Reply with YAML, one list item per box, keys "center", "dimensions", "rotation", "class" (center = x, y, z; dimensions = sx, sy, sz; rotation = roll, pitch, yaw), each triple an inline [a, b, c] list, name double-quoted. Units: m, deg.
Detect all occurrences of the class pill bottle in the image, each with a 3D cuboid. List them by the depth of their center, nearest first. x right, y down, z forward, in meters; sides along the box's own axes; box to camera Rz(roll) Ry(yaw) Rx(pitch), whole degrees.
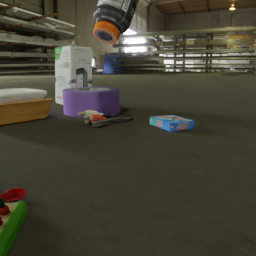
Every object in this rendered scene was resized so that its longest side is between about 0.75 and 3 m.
- center: [-0.314, -3.304, 7.633]
  dimensions: [1.037, 1.952, 1.037]
  rotation: [17, -13, 4]
  class: "pill bottle"

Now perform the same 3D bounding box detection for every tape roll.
- center: [-1.445, -1.084, 11.148]
  dimensions: [2.234, 0.949, 2.234]
  rotation: [1, 13, 0]
  class: "tape roll"

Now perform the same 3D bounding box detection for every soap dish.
- center: [-4.140, -0.744, 9.521]
  dimensions: [1.987, 1.026, 2.526]
  rotation: [12, 17, 41]
  class: "soap dish"

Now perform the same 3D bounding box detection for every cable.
- center: [-0.598, -0.370, 9.096]
  dimensions: [1.940, 0.488, 0.942]
  rotation: [-7, 17, -25]
  class: "cable"

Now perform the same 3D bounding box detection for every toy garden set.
- center: [-2.450, 0.953, 3.538]
  dimensions: [2.262, 0.451, 1.885]
  rotation: [-1, 13, -4]
  class: "toy garden set"

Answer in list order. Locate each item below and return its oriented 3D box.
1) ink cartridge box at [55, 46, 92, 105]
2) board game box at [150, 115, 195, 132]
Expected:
- center: [-2.601, -2.431, 13.206]
  dimensions: [1.113, 2.648, 1.932]
  rotation: [-6, 14, -35]
  class: "ink cartridge box"
- center: [1.352, -0.168, 8.718]
  dimensions: [0.898, 0.266, 1.181]
  rotation: [-6, 15, -24]
  class: "board game box"
